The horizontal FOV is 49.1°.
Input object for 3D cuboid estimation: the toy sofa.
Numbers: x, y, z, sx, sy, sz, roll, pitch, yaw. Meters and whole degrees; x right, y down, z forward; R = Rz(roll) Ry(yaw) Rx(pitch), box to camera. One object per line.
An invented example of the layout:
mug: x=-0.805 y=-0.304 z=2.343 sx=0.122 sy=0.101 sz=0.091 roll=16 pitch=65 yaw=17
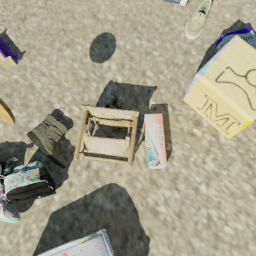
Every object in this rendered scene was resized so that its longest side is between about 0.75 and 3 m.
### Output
toy sofa: x=-5.087 y=-3.121 z=11.261 sx=0.733 sy=0.622 sz=1.502 roll=-39 pitch=77 yaw=-10

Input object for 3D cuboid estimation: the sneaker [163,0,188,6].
sneaker: x=2.040 y=-6.701 z=12.072 sx=1.977 sy=1.088 sz=2.700 roll=23 pitch=80 yaw=2

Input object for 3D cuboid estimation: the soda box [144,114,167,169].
soda box: x=0.974 y=0.474 z=10.187 sx=0.672 sy=0.624 sz=1.964 roll=-3 pitch=73 yaw=-1

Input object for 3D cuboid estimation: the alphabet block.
alphabet block: x=3.683 y=-1.348 z=9.872 sx=2.255 sy=2.267 sz=2.309 roll=-44 pitch=78 yaw=-10

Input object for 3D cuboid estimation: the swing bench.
swing bench: x=-0.699 y=0.266 z=9.742 sx=1.943 sy=1.267 sz=1.953 roll=8 pitch=85 yaw=1

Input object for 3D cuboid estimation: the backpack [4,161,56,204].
backpack: x=-3.341 y=1.887 z=9.402 sx=1.505 sy=1.336 sz=1.133 roll=-21 pitch=56 yaw=-9

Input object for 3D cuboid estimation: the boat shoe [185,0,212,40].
boat shoe: x=2.935 y=-4.595 z=11.712 sx=0.687 sy=0.592 sz=1.908 roll=24 pitch=75 yaw=7

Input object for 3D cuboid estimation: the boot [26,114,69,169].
boot: x=-2.624 y=0.425 z=10.219 sx=1.983 sy=0.671 sz=1.295 roll=43 pitch=72 yaw=10

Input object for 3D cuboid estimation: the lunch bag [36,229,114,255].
lunch bag: x=-1.603 y=4.703 z=8.316 sx=2.932 sy=1.864 sz=2.486 roll=-24 pitch=73 yaw=3

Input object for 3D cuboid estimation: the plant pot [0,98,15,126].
plant pot: x=-3.096 y=-0.513 z=6.736 sx=1.107 sy=1.107 sz=0.152 roll=38 pitch=62 yaw=10

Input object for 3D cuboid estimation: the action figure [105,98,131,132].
action figure: x=-0.306 y=-0.432 z=10.436 sx=0.782 sy=0.671 sz=1.315 roll=-31 pitch=77 yaw=-20

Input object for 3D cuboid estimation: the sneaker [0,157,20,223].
sneaker: x=-4.260 y=1.829 z=9.553 sx=2.592 sy=1.008 sz=1.813 roll=37 pitch=80 yaw=10

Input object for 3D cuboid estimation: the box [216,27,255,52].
box: x=4.445 y=-3.122 z=11.198 sx=1.289 sy=0.735 sz=1.402 roll=-16 pitch=73 yaw=-6
